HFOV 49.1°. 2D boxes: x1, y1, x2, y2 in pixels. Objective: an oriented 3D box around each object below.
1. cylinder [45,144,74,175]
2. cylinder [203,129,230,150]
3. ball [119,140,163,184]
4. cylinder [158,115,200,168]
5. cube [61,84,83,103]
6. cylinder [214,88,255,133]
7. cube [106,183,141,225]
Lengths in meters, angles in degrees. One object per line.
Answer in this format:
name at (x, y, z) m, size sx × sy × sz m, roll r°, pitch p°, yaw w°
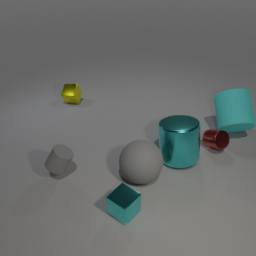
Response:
cylinder at (-2.187, 0.997, 8.919) m, size 0.700 × 0.700 × 0.700 m, roll 28°, pitch 22°, yaw -13°
cylinder at (3.247, 0.407, 10.347) m, size 0.700 × 0.700 × 0.700 m, roll -15°, pitch 9°, yaw -22°
ball at (0.414, 1.071, 8.885) m, size 1.400 × 1.400 × 1.400 m, roll 0°, pitch 32°, yaw 0°
cylinder at (1.782, 0.440, 9.724) m, size 1.400 × 1.400 × 1.400 m, roll -5°, pitch 25°, yaw 2°
cube at (-2.725, -1.668, 13.612) m, size 0.700 × 0.700 × 0.700 m, roll 2°, pitch 63°, yaw 17°
cylinder at (4.202, -0.654, 11.078) m, size 1.400 × 1.400 × 1.400 m, roll -2°, pitch 74°, yaw -4°
cube at (-0.112, 2.108, 7.816) m, size 0.700 × 0.700 × 0.700 m, roll 25°, pitch 43°, yaw 31°
